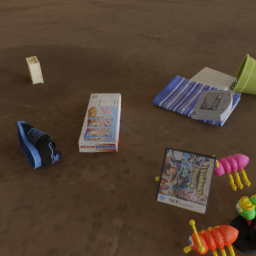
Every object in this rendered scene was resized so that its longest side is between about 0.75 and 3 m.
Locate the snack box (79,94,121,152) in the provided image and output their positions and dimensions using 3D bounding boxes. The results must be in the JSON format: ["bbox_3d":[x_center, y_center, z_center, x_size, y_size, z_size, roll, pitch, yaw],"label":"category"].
[{"bbox_3d":[-0.783,-0.283,8.623,1.039,0.351,2.889,0,34,1],"label":"snack box"}]

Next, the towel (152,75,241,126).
[{"bbox_3d":[2.314,-1.014,9.552,2.521,0.301,1.825,22,49,29],"label":"towel"}]

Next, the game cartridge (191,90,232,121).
[{"bbox_3d":[2.691,-0.726,8.776,1.039,0.324,1.560,10,39,26],"label":"game cartridge"}]

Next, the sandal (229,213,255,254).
[{"bbox_3d":[2.607,1.744,5.524,1.833,0.413,0.688,-26,42,-33],"label":"sandal"}]

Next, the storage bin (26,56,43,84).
[{"bbox_3d":[-3.755,-2.324,11.248,0.405,0.864,0.857,-16,37,-18],"label":"storage bin"}]

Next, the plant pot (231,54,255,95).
[{"bbox_3d":[4.657,-1.757,10.119,1.321,1.437,1.437,21,37,9],"label":"plant pot"}]

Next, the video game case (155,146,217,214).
[{"bbox_3d":[1.090,0.974,5.329,0.972,1.076,0.137,11,-3,20],"label":"video game case"}]

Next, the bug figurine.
[{"bbox_3d":[1.773,1.324,5.664,2.056,0.682,2.651,-19,34,0],"label":"bug figurine"}]

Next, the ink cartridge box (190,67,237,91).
[{"bbox_3d":[2.998,-1.523,10.511,1.746,0.413,1.398,-39,51,-24],"label":"ink cartridge box"}]

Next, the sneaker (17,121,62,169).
[{"bbox_3d":[-2.405,0.373,7.454,0.747,0.672,1.918,-12,38,-31],"label":"sneaker"}]
